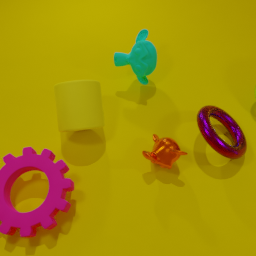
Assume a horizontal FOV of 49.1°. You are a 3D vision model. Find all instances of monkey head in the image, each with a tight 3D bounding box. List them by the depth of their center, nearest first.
[{"bbox_3d":[0.742,0.489,6.155,1.115,0.802,0.672,33,97,52],"label":"monkey head"},{"bbox_3d":[0.229,-1.858,7.505,1.080,1.502,0.905,4,19,16],"label":"monkey head"}]

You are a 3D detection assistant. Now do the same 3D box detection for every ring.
[{"bbox_3d":[2.178,0.072,6.481,1.439,0.288,1.439,22,45,-23],"label":"ring"}]

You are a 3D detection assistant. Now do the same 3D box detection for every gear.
[{"bbox_3d":[-1.975,1.247,5.598,1.724,0.319,1.724,-1,66,3],"label":"gear"}]

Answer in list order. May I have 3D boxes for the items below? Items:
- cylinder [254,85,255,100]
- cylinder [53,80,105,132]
[{"bbox_3d":[3.998,-0.935,6.735,1.280,1.280,1.280,6,71,-17],"label":"cylinder"},{"bbox_3d":[-1.130,-0.496,6.537,1.081,1.081,1.081,-7,91,-5],"label":"cylinder"}]
